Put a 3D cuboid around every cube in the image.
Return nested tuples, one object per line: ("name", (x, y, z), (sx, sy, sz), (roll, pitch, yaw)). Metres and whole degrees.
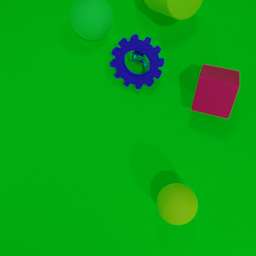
("cube", (2.064, -0.881, 6.609), (0.877, 0.877, 0.877), (15, 35, 12))

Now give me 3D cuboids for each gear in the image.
("gear", (0.220, -1.602, 6.879), (1.309, 1.309, 0.242), (20, 37, 5))

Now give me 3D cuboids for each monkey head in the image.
("monkey head", (0.363, -2.027, 7.194), (0.640, 0.764, 1.062), (10, 63, -1))

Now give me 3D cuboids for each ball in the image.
("ball", (-0.906, -2.757, 6.995), (1.073, 1.073, 1.073), (0, 77, 0))
("ball", (1.080, 1.669, 6.172), (0.884, 0.884, 0.884), (0, 77, 0))

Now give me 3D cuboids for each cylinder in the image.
("cylinder", (1.063, -3.247, 6.650), (1.074, 1.074, 1.074), (-36, 46, -8))
